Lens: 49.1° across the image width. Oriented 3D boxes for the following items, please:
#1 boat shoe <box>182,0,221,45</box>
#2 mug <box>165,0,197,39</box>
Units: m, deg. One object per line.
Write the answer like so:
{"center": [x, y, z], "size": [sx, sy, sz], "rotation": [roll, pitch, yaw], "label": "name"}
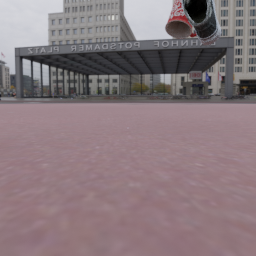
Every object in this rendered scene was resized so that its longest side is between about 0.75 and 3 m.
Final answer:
{"center": [1.731, -2.976, 6.793], "size": [0.777, 2.156, 0.765], "rotation": [-26, -40, 20], "label": "boat shoe"}
{"center": [1.883, -3.764, 9.474], "size": [0.901, 1.350, 1.198], "rotation": [5, -20, 30], "label": "mug"}
